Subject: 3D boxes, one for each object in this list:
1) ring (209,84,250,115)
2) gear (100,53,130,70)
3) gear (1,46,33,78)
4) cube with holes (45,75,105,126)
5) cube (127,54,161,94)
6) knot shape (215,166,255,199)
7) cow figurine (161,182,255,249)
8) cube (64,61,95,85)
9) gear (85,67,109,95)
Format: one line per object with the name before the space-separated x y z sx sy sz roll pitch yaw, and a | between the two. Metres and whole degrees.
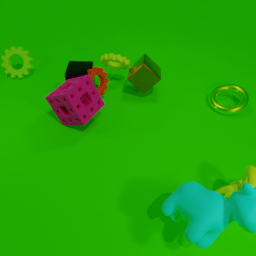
ring | 3.478 -1.007 9.669 1.339 0.268 1.339 -7 52 9
gear | -0.471 -2.423 10.289 1.061 1.061 0.196 8 82 9
gear | -4.319 -2.557 10.922 1.201 1.201 0.222 4 9 5
cube with holes | -1.638 -0.839 8.754 1.088 1.088 1.088 -1 37 43
cube | 0.586 -1.913 9.899 0.852 0.852 0.852 38 33 -21
knot shape | 2.599 1.420 6.322 1.468 1.374 0.678 -28 62 -18
cow figurine | 1.703 1.495 5.457 1.701 0.949 1.728 -48 42 -1
cube | -1.729 -1.823 10.260 0.919 0.919 0.919 1 45 1
gear | -1.091 -1.570 9.682 0.194 1.051 1.051 13 42 36
